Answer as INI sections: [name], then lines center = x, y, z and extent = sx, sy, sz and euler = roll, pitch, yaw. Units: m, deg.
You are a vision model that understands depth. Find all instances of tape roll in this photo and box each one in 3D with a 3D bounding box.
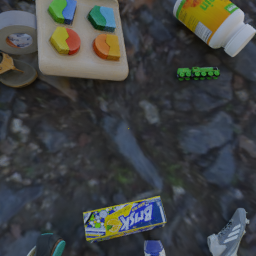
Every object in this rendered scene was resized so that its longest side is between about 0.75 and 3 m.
[tape roll]
center = -3.083, -2.651, 7.910
extent = 1.411, 1.411, 0.466
euler = -13, 75, -4

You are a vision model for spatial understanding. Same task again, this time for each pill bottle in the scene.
[pill bottle]
center = 2.523, -3.133, 8.141
extent = 1.236, 1.236, 2.226
euler = -43, 79, -11

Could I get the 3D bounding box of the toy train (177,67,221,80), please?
[toy train]
center = 2.066, -1.618, 8.229
extent = 1.272, 0.265, 0.359
euler = -3, 64, -1

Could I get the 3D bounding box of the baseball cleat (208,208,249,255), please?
[baseball cleat]
center = 2.421, 2.608, 6.870
extent = 0.784, 0.514, 1.473
euler = 19, 74, 5

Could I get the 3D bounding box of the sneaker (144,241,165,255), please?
[sneaker]
center = 0.701, 3.326, 6.533
extent = 0.527, 0.753, 1.305
euler = -2, 75, -4

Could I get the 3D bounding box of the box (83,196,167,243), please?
[box]
center = -0.070, 2.248, 6.867
extent = 1.927, 0.619, 0.675
euler = -12, 63, -3

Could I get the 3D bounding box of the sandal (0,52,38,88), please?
[sandal]
center = -3.676, -1.875, 8.112
extent = 2.197, 0.593, 0.882
euler = 30, 76, 8

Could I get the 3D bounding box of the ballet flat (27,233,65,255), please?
[ballet flat]
center = -2.196, 3.608, 6.498
extent = 0.792, 0.787, 2.315
euler = 13, 68, 14

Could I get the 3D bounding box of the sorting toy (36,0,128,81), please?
[sorting toy]
center = -1.253, -2.752, 7.945
extent = 2.529, 0.498, 2.732
euler = 0, 74, -25
